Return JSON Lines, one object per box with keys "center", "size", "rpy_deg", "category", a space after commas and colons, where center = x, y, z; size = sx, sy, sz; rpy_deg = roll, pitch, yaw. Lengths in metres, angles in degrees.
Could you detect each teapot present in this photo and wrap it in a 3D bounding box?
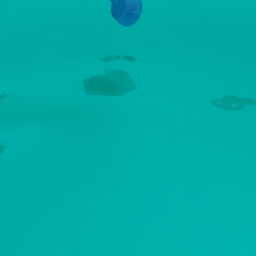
{"center": [-0.080, -3.596, 8.385], "size": [0.826, 1.049, 1.687], "rpy_deg": [0, 36, -37], "category": "teapot"}
